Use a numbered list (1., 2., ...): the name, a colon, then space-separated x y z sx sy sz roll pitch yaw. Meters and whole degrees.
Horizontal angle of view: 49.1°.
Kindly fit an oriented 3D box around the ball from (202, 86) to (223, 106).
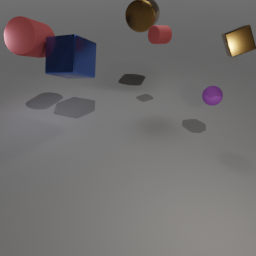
1. ball: 2.971 -1.136 9.856 0.700 0.700 0.700 0 29 0

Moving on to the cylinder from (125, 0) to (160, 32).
1. cylinder: 0.706 -5.359 13.237 1.400 1.400 1.400 7 29 12

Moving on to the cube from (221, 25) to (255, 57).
1. cube: 3.231 -2.544 8.214 0.700 0.700 0.700 -18 14 15

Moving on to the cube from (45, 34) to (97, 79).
1. cube: -2.200 -2.714 10.878 1.400 1.400 1.400 5 4 27

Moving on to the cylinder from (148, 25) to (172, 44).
1. cylinder: 1.271 -3.716 11.164 0.700 0.700 0.700 -15 32 -37

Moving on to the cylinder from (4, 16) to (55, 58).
1. cylinder: -3.800 -3.504 10.953 1.400 1.400 1.400 8 12 14
